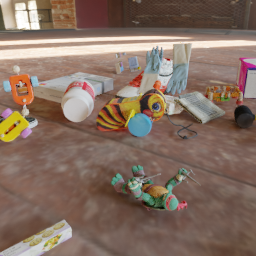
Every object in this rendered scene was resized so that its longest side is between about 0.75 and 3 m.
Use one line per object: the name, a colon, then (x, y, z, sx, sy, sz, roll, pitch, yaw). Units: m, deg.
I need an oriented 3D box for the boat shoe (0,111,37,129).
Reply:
boat shoe: (-3.417, -0.224, 8.175, 1.586, 0.562, 0.572, -10, 21, -41)

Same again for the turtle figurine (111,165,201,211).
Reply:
turtle figurine: (0.445, 1.093, 5.072, 1.184, 0.796, 1.581, 1, 4, -36)

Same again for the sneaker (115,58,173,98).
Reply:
sneaker: (0.670, -2.022, 11.121, 2.905, 1.557, 0.970, -18, 30, -35)

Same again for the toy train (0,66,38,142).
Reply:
toy train: (-3.565, -0.490, 7.492, 2.549, 1.914, 0.709, -18, 3, -18)

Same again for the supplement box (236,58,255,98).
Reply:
supplement box: (5.417, -2.171, 11.842, 1.238, 1.264, 2.447, 5, 25, 12)

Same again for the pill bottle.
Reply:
pill bottle: (-1.630, -0.896, 9.230, 1.024, 1.024, 1.825, -2, 24, -4)

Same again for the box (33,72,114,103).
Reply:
box: (-2.209, -1.714, 11.679, 2.072, 0.547, 2.658, 16, 27, 31)

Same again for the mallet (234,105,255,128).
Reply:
mallet: (4.496, -0.157, 8.358, 2.560, 0.527, 0.843, 13, 26, 19)

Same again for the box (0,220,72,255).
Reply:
box: (-1.396, 1.774, 4.206, 1.149, 0.222, 0.238, -19, 30, -36)

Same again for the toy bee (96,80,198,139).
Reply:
toy bee: (0.483, -0.635, 8.071, 2.821, 1.533, 1.847, -5, 24, -9)

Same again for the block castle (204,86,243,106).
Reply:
block castle: (3.510, -1.139, 10.360, 1.283, 0.602, 0.857, 0, 28, 5)

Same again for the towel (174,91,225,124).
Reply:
towel: (2.401, -0.759, 9.385, 1.341, 0.241, 1.393, -19, 50, -35)

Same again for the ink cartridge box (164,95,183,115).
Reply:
ink cartridge box: (1.451, -0.879, 10.159, 1.365, 0.425, 1.696, 21, 18, 40)

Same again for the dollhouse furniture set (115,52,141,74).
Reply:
dollhouse furniture set: (-0.004, -3.542, 15.058, 1.227, 1.158, 0.801, -6, 22, 16)

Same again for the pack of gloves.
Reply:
pack of gloves: (1.429, -2.139, 10.480, 1.737, 2.068, 0.408, 5, -15, 25)
